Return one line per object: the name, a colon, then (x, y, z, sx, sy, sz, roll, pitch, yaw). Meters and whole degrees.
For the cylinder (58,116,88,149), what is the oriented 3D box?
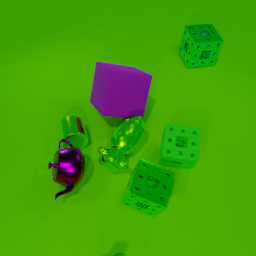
cylinder: (-1.620, 0.159, 8.253, 0.763, 0.763, 0.763, -13, 48, -12)

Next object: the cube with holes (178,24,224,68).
cube with holes: (2.837, -3.252, 11.074, 1.164, 1.164, 1.164, -8, 53, -11)

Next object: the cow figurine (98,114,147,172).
cow figurine: (-0.119, 0.375, 7.532, 0.896, 1.632, 1.605, 34, 7, 0)

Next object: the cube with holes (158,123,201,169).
cube with holes: (1.376, 0.514, 7.587, 0.906, 0.906, 0.906, 9, 69, 3)

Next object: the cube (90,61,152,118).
cube: (-0.262, -1.171, 8.591, 1.358, 1.358, 1.358, 3, 20, -25)

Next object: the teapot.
teapot: (-1.607, 1.039, 7.173, 0.854, 1.084, 1.744, 8, 55, -24)

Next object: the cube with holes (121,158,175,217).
cube with holes: (0.463, 1.451, 6.724, 0.891, 0.891, 0.891, 23, 56, -1)
